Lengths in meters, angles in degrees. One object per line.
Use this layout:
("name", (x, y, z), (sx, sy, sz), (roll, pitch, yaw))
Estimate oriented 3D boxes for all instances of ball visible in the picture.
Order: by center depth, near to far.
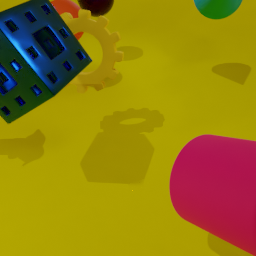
("ball", (-1.894, -3.116, 8.261), (1.280, 1.280, 1.280), (0, 42, 0))
("ball", (-1.103, -4.492, 9.616), (1.280, 1.280, 1.280), (0, 42, 0))

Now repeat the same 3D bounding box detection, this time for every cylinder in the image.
("cylinder", (1.348, 0.749, 3.374), (1.230, 1.230, 1.230), (-28, 20, -28))

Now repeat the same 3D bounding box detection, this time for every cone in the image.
("cone", (2.555, -3.744, 7.482), (1.446, 1.446, 1.452), (5, 16, 6))

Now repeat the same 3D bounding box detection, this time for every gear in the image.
("gear", (-0.982, -1.661, 6.198), (1.732, 1.732, 0.320), (3, 20, 4))

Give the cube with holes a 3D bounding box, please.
("cube with holes", (-1.667, -1.099, 4.586), (1.281, 1.281, 1.281), (-22, 24, 35))
